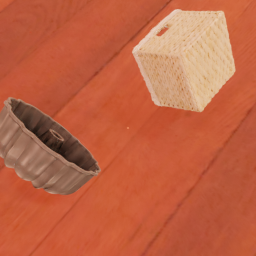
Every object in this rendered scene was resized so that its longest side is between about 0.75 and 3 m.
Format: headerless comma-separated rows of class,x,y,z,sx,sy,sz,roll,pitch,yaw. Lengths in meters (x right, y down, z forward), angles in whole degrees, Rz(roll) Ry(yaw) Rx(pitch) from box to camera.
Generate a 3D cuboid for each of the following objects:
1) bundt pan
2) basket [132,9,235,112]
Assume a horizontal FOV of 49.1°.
bundt pan,-1.509,0.400,4.980,2.064,2.064,0.775,42,93,14
basket,1.337,-1.505,6.391,1.389,1.727,1.711,23,62,44
